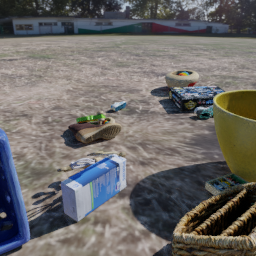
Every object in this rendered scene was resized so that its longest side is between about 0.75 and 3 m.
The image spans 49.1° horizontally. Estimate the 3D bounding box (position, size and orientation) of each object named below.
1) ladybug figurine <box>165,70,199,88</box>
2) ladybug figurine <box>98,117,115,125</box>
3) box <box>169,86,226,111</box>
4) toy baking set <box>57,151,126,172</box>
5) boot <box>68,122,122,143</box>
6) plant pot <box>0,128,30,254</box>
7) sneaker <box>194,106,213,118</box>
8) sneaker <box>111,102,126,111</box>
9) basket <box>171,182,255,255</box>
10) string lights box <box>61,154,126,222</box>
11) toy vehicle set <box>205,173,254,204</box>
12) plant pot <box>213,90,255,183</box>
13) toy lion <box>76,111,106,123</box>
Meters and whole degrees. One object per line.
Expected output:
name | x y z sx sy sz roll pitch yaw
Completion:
ladybug figurine | 3.167 -2.773 16.415 1.802 0.955 2.655 16 28 33
ladybug figurine | -0.799 -0.119 10.885 0.652 0.346 0.961 -30 25 -11
box | 3.592 -1.524 13.929 2.675 0.615 2.126 -3 23 -7
toy baking set | -0.888 0.928 7.281 1.636 0.248 2.131 -8 -14 -37
boot | -1.243 -0.018 10.428 1.682 0.608 1.399 -17 30 -27
plant pot | -3.546 1.146 5.547 2.453 2.454 2.206 -13 21 -26
sneaker | 3.547 -0.642 12.233 1.231 0.477 0.561 -9 36 -5
sneaker | -0.419 -1.072 13.156 0.365 0.345 0.903 29 34 29
basket | 1.872 1.706 5.023 2.302 1.715 1.643 -20 30 -37
string lights box | -0.756 1.384 6.810 0.507 0.883 1.719 18 29 35
toy vehicle set | 2.852 1.691 6.957 0.992 0.212 1.596 -12 26 -26
plant pot | 3.737 0.338 7.722 2.943 2.089 2.943 1 23 0
toy lion | -1.474 -0.367 11.185 1.118 0.400 1.166 -10 -2 3
